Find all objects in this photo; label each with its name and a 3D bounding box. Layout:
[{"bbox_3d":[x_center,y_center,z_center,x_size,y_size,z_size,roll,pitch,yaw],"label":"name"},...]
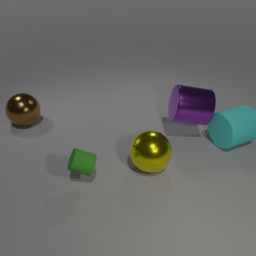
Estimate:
[{"bbox_3d":[2.407,-0.872,10.708,1.400,1.400,1.400,7,31,-8],"label":"cylinder"},{"bbox_3d":[-4.426,-0.772,11.833,1.400,1.400,1.400,0,32,0],"label":"ball"},{"bbox_3d":[-1.413,1.048,8.623,0.700,0.700,0.700,20,27,-19],"label":"cylinder"},{"bbox_3d":[0.759,0.775,9.291,1.400,1.400,1.400,0,32,0],"label":"ball"},{"bbox_3d":[4.027,-0.045,10.645,1.400,1.400,1.400,-14,35,-22],"label":"cylinder"}]
